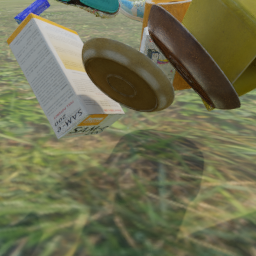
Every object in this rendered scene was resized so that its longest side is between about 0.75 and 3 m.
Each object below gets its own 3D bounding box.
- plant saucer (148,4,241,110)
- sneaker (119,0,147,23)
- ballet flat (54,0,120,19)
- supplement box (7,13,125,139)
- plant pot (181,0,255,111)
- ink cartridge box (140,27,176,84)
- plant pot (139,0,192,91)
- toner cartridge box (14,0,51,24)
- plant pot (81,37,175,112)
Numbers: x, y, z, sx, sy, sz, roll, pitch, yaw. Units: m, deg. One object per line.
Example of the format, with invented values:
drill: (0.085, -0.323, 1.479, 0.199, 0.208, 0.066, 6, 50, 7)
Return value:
plant saucer: (1.072, -1.140, 4.989, 0.374, 2.333, 2.333, -42, 31, 12)
sneaker: (0.582, -4.055, 9.092, 1.780, 1.162, 0.708, 18, 50, -12)
ballet flat: (-1.482, -3.721, 7.801, 2.647, 1.001, 0.846, 21, -2, -22)
supplement box: (-1.015, -0.821, 4.732, 1.911, 0.703, 1.204, 60, 24, 12)
plant pot: (2.544, -2.177, 6.332, 2.400, 2.400, 2.117, -24, 70, -22)
ink cartridge box: (0.719, -1.661, 6.585, 0.871, 1.198, 0.524, 5, 36, -8)
plant pot: (1.351, -2.644, 8.343, 2.453, 2.246, 2.453, -5, 33, 3)
toner cartridge box: (-3.156, -3.842, 9.258, 0.542, 0.247, 1.142, 28, 68, 39)
plant pot: (-0.055, -0.627, 3.836, 1.442, 1.442, 0.198, 20, 70, 30)
